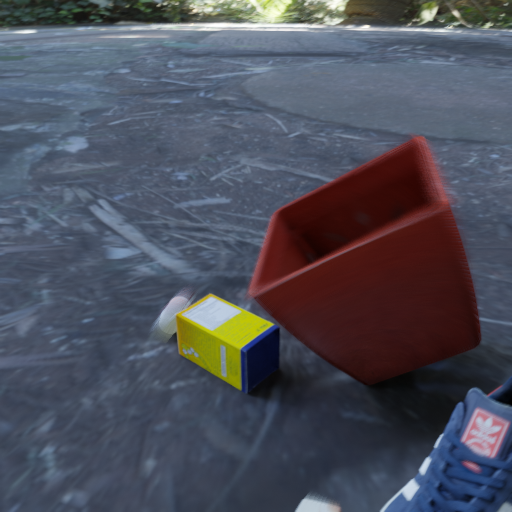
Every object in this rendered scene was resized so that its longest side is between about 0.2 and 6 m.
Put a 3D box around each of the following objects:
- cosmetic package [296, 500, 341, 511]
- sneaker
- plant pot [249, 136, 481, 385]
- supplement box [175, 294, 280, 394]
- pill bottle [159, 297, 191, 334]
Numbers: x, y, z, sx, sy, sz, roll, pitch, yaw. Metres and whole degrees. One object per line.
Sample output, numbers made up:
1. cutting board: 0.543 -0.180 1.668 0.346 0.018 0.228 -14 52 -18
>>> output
1. cosmetic package: 0.352 2.210 4.030 0.342 0.405 0.784 -3 23 35
2. sneaker: 1.651 1.704 4.334 0.955 1.076 2.547 22 35 36
3. plant pot: 1.348 0.174 6.048 1.982 1.747 1.980 -27 21 22
4. supplement box: -0.324 0.959 6.297 1.075 0.589 0.585 22 36 35
5. pill bottle: -1.010 0.740 6.956 0.301 0.301 0.527 4 19 7
